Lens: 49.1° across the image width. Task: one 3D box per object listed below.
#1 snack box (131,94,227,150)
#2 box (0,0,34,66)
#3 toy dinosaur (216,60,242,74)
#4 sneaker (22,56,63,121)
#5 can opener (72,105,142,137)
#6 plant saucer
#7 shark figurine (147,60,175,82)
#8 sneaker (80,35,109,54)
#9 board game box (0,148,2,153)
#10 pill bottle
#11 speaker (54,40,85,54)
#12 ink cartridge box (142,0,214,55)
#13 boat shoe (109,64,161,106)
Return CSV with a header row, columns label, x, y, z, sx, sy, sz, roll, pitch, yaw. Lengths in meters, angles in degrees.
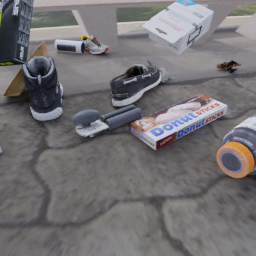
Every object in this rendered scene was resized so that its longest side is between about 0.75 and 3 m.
label,x,y,z,sx,sy,sz,roll,pitch,yaw
snack box,1.557,-0.274,8.242,2.971,0.361,1.068,-24,41,-30
box,-2.925,-2.256,6.460,1.598,1.654,0.393,4,-4,31
toy dinosaur,4.208,-2.606,11.598,1.004,0.513,0.682,-25,20,1
sneaker,-2.709,-1.606,9.028,1.105,1.666,2.927,-9,35,-13
can opener,-0.535,-0.283,8.048,2.126,0.707,0.560,-18,37,-32
plant saucer,-3.371,-1.903,9.552,0.409,2.308,2.308,37,30,-19
shark figurine,1.356,-2.319,11.072,0.832,0.581,1.393,-12,38,-19
sneaker,-1.667,-3.979,13.338,1.731,0.711,0.674,23,41,29
board game box,-3.943,0.652,7.037,0.794,0.202,1.182,25,42,32
pill bottle,3.050,0.346,6.654,2.194,1.165,1.165,-27,43,-32
speaker,-2.754,-3.869,13.316,1.375,0.558,0.558,9,35,12
ink cartridge box,1.204,-2.468,6.922,0.984,0.575,1.696,37,62,22
boat shoe,0.291,-1.754,9.828,1.095,0.894,2.963,6,32,34
